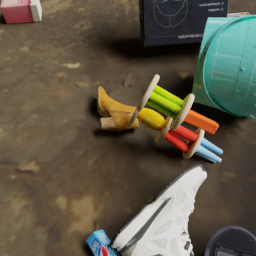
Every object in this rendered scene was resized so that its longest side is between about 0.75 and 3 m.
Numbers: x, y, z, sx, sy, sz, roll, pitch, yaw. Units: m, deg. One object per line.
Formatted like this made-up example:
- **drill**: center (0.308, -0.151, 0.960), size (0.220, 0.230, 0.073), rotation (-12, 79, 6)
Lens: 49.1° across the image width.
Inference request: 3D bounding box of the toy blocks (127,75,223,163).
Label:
- **toy blocks**: center (1.404, -0.006, 6.799), size (2.573, 2.144, 0.934), rotation (29, 70, -1)

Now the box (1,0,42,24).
- **box**: center (-4.332, -4.876, 11.455), size (1.408, 0.767, 0.900), rotation (-7, 53, -5)

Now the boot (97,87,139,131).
- **boot**: center (-0.298, -0.592, 8.441), size (1.186, 0.583, 1.656), rotation (-4, 55, -11)

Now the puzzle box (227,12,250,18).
- **puzzle box**: center (4.264, -4.236, 11.326), size (1.663, 0.211, 1.107), rotation (-7, 54, -6)

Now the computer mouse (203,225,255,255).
- **computer mouse**: center (1.852, 3.316, 5.412), size (1.919, 0.731, 2.771), rotation (16, 64, 12)

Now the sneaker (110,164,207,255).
- **sneaker**: center (1.119, 2.155, 6.201), size (2.769, 1.045, 1.593), rotation (-39, 73, -19)

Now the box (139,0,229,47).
- **box**: center (1.799, -4.431, 9.517), size (2.843, 2.795, 1.762), rotation (-5, 28, -1)

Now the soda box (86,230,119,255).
- **soda box**: center (-0.470, 2.688, 5.980), size (0.312, 0.329, 0.971), rotation (-51, 59, 15)

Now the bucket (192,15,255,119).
- **bucket**: center (2.964, -1.779, 7.980), size (1.851, 2.845, 2.845), rotation (11, 54, 14)
